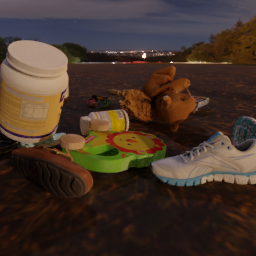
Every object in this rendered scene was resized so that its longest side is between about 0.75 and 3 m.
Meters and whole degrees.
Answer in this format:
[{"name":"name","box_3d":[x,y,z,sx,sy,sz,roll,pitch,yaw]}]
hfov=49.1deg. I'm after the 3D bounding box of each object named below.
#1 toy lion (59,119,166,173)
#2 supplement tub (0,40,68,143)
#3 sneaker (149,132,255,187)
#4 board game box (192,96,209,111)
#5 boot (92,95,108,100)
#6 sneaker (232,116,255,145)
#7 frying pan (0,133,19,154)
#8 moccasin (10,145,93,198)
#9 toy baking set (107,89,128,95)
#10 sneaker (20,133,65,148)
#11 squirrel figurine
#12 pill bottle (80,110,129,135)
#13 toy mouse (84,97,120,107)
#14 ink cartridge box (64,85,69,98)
[{"name":"toy lion","box_3d":[-0.226,0.524,7.123,2.285,0.818,2.383,14,20,17]},{"name":"supplement tub","box_3d":[-2.424,-0.890,7.114,1.602,2.204,1.602,16,35,-12]},{"name":"sneaker","box_3d":[1.676,0.604,6.056,2.477,1.073,0.928,-3,18,-6]},{"name":"board game box","box_3d":[2.556,-1.096,12.829,1.747,0.539,1.745,12,21,35]},{"name":"boot","box_3d":[-1.524,-1.690,15.487,0.794,0.275,0.691,9,13,16]},{"name":"sneaker","box_3d":[3.759,0.470,7.070,1.233,1.048,2.702,9,18,-21]},{"name":"frying pan","box_3d":[-3.539,0.556,7.470,1.366,0.367,2.257,-8,20,-23]},{"name":"moccasin","box_3d":[-1.535,0.814,5.870,2.389,0.874,0.922,3,22,45]},{"name":"toy baking set","box_3d":[-0.034,-2.262,17.295,1.894,0.287,2.468,-11,19,-34]},{"name":"sneaker","box_3d":[-2.382,0.261,7.921,1.307,0.535,0.483,-16,19,-27]},{"name":"squirrel figurine","box_3d":[1.137,-0.816,10.325,2.811,1.989,2.624,-15,27,1]},{"name":"pill bottle","box_3d":[-0.770,-0.144,9.076,1.474,0.805,0.805,-7,18,-23]},{"name":"toy mouse","box_3d":[-1.448,-1.242,13.665,1.809,0.350,1.608,3,16,12]},{"name":"ink cartridge box","box_3d":[-4.082,-2.125,15.030,0.733,1.282,2.470,3,16,16]}]
